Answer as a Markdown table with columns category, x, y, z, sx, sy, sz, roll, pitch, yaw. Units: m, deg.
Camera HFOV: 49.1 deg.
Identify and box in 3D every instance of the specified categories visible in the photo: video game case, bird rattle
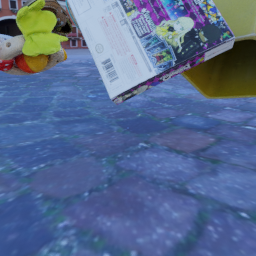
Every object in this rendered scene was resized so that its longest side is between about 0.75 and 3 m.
| category | x | y | z | sx | sy | sz | roll | pitch | yaw |
| --- | --- | --- | --- | --- | --- | --- | --- | --- | --- |
| video game case | 0.271 | -2.055 | 5.209 | 2.330 | 2.570 | 0.460 | -27 | -16 | 7 |
| bird rattle | -1.878 | -1.258 | 4.975 | 1.855 | 1.045 | 1.513 | -28 | -13 | 10 |

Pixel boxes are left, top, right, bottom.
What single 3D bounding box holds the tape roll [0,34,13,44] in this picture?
| category | x | y | z | sx | sy | sz | roll | pitch | yaw |
| --- | --- | --- | --- | --- | --- | --- | --- | --- | --- |
| tape roll | -3.962 | -2.517 | 8.758 | 1.308 | 0.432 | 1.308 | 12 | 32 | -8 |

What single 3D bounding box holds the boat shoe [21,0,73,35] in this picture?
| category | x | y | z | sx | sy | sz | roll | pitch | yaw |
| --- | --- | --- | --- | --- | --- | --- | --- | --- | --- |
| boat shoe | -2.474 | -3.674 | 9.313 | 0.980 | 0.926 | 2.723 | -31 | 8 | 17 |

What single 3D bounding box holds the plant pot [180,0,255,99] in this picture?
| category | x | y | z | sx | sy | sz | roll | pitch | yaw |
| --- | --- | --- | --- | --- | --- | --- | --- | --- | --- |
| plant pot | 2.709 | -2.369 | 6.936 | 2.372 | 2.442 | 2.387 | 3 | -21 | 47 |

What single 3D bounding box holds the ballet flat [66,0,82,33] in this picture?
| category | x | y | z | sx | sy | sz | roll | pitch | yaw |
| --- | --- | --- | --- | --- | --- | --- | --- | --- | --- |
| ballet flat | -0.996 | -2.934 | 8.454 | 0.752 | 2.304 | 0.812 | -8 | 38 | 32 |
